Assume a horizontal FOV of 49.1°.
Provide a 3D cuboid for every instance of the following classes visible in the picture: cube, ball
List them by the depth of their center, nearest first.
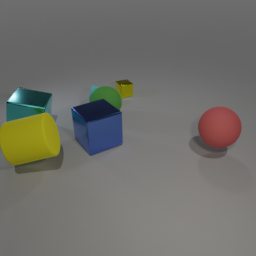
[{"bbox_3d":[3.092,-0.026,9.480,1.400,1.400,1.400,0,31,0],"label":"ball"},{"bbox_3d":[-1.144,-0.078,10.465,1.400,1.400,1.400,-19,35,-27],"label":"cube"},{"bbox_3d":[-3.891,-0.600,11.149,1.400,1.400,1.400,9,30,-7],"label":"cube"},{"bbox_3d":[-0.969,-1.125,12.238,1.400,1.400,1.400,0,31,0],"label":"ball"},{"bbox_3d":[-0.198,-2.036,14.491,0.700,0.700,0.700,-14,34,-23],"label":"cube"}]

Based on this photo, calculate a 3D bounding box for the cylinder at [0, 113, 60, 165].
[{"bbox_3d":[-3.052,0.346,8.847,1.400,1.400,1.400,-13,31,3],"label":"cylinder"}]

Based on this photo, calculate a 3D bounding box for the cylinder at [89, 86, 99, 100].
[{"bbox_3d":[-1.480,-1.635,13.587,0.700,0.700,0.700,14,30,-8],"label":"cylinder"}]
